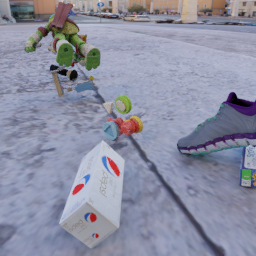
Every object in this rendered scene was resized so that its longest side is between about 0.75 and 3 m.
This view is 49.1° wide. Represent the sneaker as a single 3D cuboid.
[{"bbox_3d":[1.960,-0.124,5.706,0.922,1.084,2.477,-18,1,-42],"label":"sneaker"}]

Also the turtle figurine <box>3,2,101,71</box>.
[{"bbox_3d":[-2.090,-2.343,8.791,2.657,1.912,2.576,-45,46,4],"label":"turtle figurine"}]

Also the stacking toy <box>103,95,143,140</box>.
[{"bbox_3d":[-0.286,-0.213,6.794,1.114,1.009,0.471,-15,8,43],"label":"stacking toy"}]

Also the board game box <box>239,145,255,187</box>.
[{"bbox_3d":[3.147,0.544,5.801,1.471,0.375,2.174,3,23,25],"label":"board game box"}]

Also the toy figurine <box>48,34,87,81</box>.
[{"bbox_3d":[-2.511,-3.187,12.203,1.254,1.775,1.803,21,48,10],"label":"toy figurine"}]

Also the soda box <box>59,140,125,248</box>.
[{"bbox_3d":[-0.495,0.957,4.575,0.586,0.627,1.842,-41,16,18],"label":"soda box"}]

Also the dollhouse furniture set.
[{"bbox_3d":[-1.900,-1.712,9.788,1.328,0.866,1.253,-16,16,-10],"label":"dollhouse furniture set"}]
